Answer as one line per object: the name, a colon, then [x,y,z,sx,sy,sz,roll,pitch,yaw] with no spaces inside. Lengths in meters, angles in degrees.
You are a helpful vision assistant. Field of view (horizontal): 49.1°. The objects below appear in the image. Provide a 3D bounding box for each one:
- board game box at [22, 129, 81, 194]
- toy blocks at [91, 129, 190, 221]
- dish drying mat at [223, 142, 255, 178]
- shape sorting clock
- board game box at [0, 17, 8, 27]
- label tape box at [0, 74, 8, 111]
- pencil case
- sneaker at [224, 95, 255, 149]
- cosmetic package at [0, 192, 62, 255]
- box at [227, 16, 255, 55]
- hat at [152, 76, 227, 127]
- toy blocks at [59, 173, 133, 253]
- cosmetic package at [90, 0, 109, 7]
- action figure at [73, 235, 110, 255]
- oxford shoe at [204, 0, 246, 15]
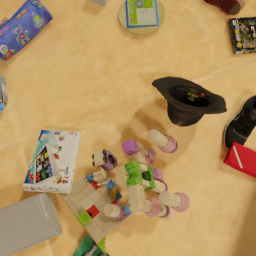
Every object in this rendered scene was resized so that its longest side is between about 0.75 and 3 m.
board game box: [-2.479,1.053,9.432,1.450,0.398,2.297,4,49,0]
toy blocks: [0.611,1.732,9.178,2.686,2.261,2.510,-24,59,27]
dish drying mat: [4.527,1.314,9.793,2.271,0.207,0.872,24,88,-2]
shape sorting clock: [0.563,-4.630,11.413,1.916,0.376,1.916,0,73,-2]
board game box: [-5.148,-3.632,10.975,0.142,0.753,1.462,43,79,9]
label tape box: [-5.131,-1.194,10.512,1.052,0.485,1.469,-11,78,-2]
pencil case: [-4.227,-3.831,10.801,1.082,1.205,2.774,37,77,22]
sneaker: [4.212,-0.283,9.987,0.881,1.019,2.327,30,78,6]
cosmetic package: [-3.628,3.232,8.912,2.724,1.228,1.455,-23,73,-9]
box: [4.719,-3.706,11.201,1.182,0.365,1.481,-6,76,0]
hat: [1.813,-0.707,8.994,2.721,2.721,1.098,22,118,5]
toy blocks: [-0.947,2.456,9.320,1.753,1.281,2.564,-37,72,-21]
cosmetic package: [-0.876,-6.097,11.465,0.785,0.996,1.851,23,76,2]
action figure: [-1.643,4.758,8.982,1.329,0.615,2.249,43,83,6]
oxford shoe: [3.788,-5.525,11.567,2.316,0.816,0.866,45,55,10]
